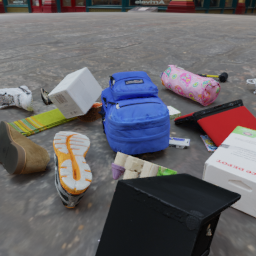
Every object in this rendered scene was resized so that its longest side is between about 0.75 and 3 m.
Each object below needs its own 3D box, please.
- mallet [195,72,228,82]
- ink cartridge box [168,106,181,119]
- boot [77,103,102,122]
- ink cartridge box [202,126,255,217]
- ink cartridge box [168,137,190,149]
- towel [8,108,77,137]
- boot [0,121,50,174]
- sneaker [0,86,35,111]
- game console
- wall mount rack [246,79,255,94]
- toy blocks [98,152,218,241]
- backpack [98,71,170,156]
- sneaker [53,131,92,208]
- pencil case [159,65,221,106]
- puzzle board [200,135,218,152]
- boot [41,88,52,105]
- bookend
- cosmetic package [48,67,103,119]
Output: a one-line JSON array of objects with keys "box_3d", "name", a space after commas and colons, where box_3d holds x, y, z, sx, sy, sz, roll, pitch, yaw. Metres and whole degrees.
[{"box_3d": [4.542, -2.936, 15.686, 2.090, 0.430, 0.688, 14, 31, 31], "name": "mallet"}, {"box_3d": [1.523, -0.595, 11.425, 1.041, 0.250, 0.757, -14, 31, -24], "name": "ink cartridge box"}, {"box_3d": [-1.476, -0.675, 11.329, 1.601, 0.601, 0.859, -17, 25, -38], "name": "boot"}, {"box_3d": [3.323, 1.075, 7.479, 1.818, 1.050, 2.499, 20, 34, 32], "name": "ink cartridge box"}, {"box_3d": [1.635, 0.500, 9.486, 0.896, 0.176, 0.445, 6, 29, 14], "name": "ink cartridge box"}, {"box_3d": [-3.161, -0.385, 11.029, 2.980, 0.269, 1.283, -23, 37, -37], "name": "towel"}, {"box_3d": [-3.402, 0.632, 8.738, 1.104, 1.077, 2.926, 11, 14, -42], "name": "boot"}, {"box_3d": [-4.795, -1.171, 11.895, 1.337, 0.874, 2.326, -14, 26, -23], "name": "sneaker"}, {"box_3d": [3.341, -0.105, 10.435, 2.422, 1.437, 2.087, -15, -2, -27], "name": "game console"}, {"box_3d": [6.704, -2.168, 14.032, 1.687, 0.629, 1.465, 3, 32, 5], "name": "wall mount rack"}, {"box_3d": [0.481, 1.708, 6.150, 2.005, 1.806, 2.145, 20, -6, -24], "name": "toy blocks"}, {"box_3d": [0.140, -0.488, 9.185, 2.215, 2.288, 2.726, -10, 33, -3], "name": "backpack"}, {"box_3d": [-1.559, 0.975, 7.484, 1.003, 0.989, 2.562, 9, 31, -16], "name": "sneaker"}, {"box_3d": [2.835, -2.068, 13.133, 1.282, 1.282, 2.933, -17, 34, -28], "name": "pencil case"}, {"box_3d": [3.290, 0.485, 9.573, 1.384, 0.120, 1.043, 0, 29, -2], "name": "puzzle board"}, {"box_3d": [-3.510, -1.524, 12.935, 0.919, 0.446, 1.220, -13, 35, -21], "name": "boot"}, {"box_3d": [0.624, 2.195, 4.547, 1.213, 2.634, 2.618, 19, 3, 31], "name": "bookend"}, {"box_3d": [-1.934, -1.297, 10.490, 1.183, 1.176, 1.414, -9, 37, 42], "name": "cosmetic package"}]
